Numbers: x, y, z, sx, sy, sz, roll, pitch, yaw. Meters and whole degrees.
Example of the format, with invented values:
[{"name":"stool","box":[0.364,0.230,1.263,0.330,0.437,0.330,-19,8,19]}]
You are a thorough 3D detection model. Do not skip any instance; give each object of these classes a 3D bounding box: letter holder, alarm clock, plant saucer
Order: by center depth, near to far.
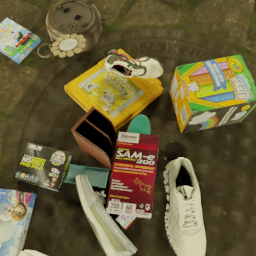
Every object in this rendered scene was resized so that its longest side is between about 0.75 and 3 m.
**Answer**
[{"name":"letter holder","box":[-0.726,0.405,8.032,1.262,1.776,0.893,36,72,14]},{"name":"plant saucer","box":[-1.405,1.424,8.414,1.650,0.157,0.577,6,68,11]},{"name":"alarm clock","box":[-2.155,-3.586,10.166,1.966,0.970,2.915,37,76,14]}]

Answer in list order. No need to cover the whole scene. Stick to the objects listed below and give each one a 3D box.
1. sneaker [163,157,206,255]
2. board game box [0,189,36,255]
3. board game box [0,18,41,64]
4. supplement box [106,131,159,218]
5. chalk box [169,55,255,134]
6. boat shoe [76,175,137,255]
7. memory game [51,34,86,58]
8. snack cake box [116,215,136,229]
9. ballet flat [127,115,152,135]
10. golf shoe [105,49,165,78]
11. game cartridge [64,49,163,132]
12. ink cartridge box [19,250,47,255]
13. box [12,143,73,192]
[{"name":"sneaker","box":[1.553,2.177,7.668,1.078,1.162,2.868,-6,69,-4]},{"name":"board game box","box":[-3.990,2.814,7.736,2.318,0.503,2.307,6,69,3]},{"name":"board game box","box":[-4.251,-3.244,10.328,1.618,0.296,1.224,32,72,13]},{"name":"supplement box","box":[0.168,1.244,7.548,1.175,0.657,2.159,6,72,5]},{"name":"chalk box","box":[2.847,-1.071,8.724,2.654,1.657,1.645,-11,69,-6]},{"name":"boat shoe","box":[-0.688,2.401,7.710,0.824,0.947,2.570,-26,74,-15]},{"name":"memory game","box":[-1.788,-2.488,8.429,1.104,0.070,1.104,-5,53,6]},{"name":"snack cake box","box":[0.140,2.321,7.891,0.352,0.602,1.046,39,73,15]},{"name":"ballet flat","box":[0.251,0.758,8.395,0.778,0.783,2.289,7,77,4]},{"name":"golf shoe","box":[0.209,-1.853,8.923,1.960,0.757,0.863,10,42,-6]},{"name":"game cartridge","box":[-0.403,-1.318,9.324,2.267,0.417,2.572,43,67,15]},{"name":"ink cartridge box","box":[-2.194,4.511,6.750,1.812,1.041,2.497,19,69,8]},{"name":"box","box":[-2.549,1.156,8.423,1.464,0.324,1.173,12,69,13]}]
